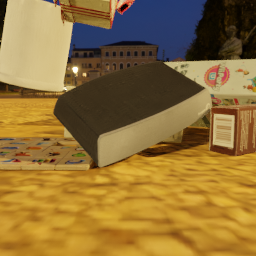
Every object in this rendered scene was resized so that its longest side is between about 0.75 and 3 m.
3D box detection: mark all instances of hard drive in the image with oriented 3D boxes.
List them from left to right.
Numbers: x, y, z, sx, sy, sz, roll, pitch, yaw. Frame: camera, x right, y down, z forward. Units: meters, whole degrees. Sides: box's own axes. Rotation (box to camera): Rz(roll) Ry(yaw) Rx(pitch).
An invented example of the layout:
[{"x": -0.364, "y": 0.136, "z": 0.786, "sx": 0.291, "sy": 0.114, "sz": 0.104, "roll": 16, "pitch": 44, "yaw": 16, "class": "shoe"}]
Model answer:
[{"x": 0.138, "y": -0.432, "z": 4.764, "sx": 2.432, "sy": 0.515, "sz": 1.640, "roll": -24, "pitch": 49, "yaw": -29, "class": "hard drive"}]

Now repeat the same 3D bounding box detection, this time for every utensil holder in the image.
[{"x": -3.009, "y": -2.681, "z": 9.146, "sx": 2.176, "sy": 2.561, "sz": 2.176, "roll": 12, "pitch": 12, "yaw": -2, "class": "utensil holder"}]

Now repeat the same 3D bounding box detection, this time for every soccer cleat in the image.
[{"x": 0.078, "y": -3.108, "z": 6.713, "sx": 0.892, "sy": 0.341, "sz": 0.297, "roll": -36, "pitch": -36, "yaw": 19, "class": "soccer cleat"}]

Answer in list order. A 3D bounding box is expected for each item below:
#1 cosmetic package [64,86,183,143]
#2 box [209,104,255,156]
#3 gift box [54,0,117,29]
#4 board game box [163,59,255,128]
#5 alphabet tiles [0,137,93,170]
[{"x": -0.099, "y": -0.310, "z": 6.063, "sx": 2.383, "sy": 1.040, "sz": 1.232, "roll": 2, "pitch": 7, "yaw": -7, "class": "cosmetic package"}, {"x": 2.265, "y": -0.025, "z": 5.206, "sx": 1.652, "sy": 0.827, "sz": 0.619, "roll": -5, "pitch": 9, "yaw": -33, "class": "box"}, {"x": -0.787, "y": -2.569, "z": 5.391, "sx": 1.112, "sy": 1.099, "sz": 1.190, "roll": 12, "pitch": -15, "yaw": -1, "class": "gift box"}, {"x": 2.316, "y": -0.765, "z": 7.168, "sx": 2.915, "sy": 0.937, "sz": 2.151, "roll": 6, "pitch": -18, "yaw": 32, "class": "board game box"}, {"x": -1.862, "y": 0.390, "z": 4.894, "sx": 2.707, "sy": 0.102, "sz": 2.263, "roll": 0, "pitch": 8, "yaw": 1, "class": "alphabet tiles"}]
